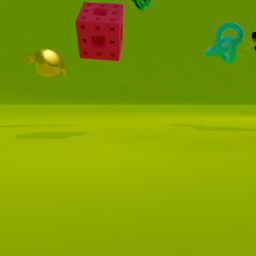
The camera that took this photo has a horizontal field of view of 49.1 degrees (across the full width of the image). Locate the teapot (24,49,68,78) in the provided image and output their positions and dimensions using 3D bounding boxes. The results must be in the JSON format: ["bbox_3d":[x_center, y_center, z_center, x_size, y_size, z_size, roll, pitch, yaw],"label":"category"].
[{"bbox_3d":[-2.392,-1.893,8.451,1.424,0.885,0.697,19,-40,-30],"label":"teapot"}]

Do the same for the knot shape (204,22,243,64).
[{"bbox_3d":[3.010,-2.655,8.617,0.585,1.185,1.267,16,14,-32],"label":"knot shape"}]

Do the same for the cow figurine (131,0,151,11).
[{"bbox_3d":[0.219,-3.235,6.470,0.515,0.923,0.938,-38,14,41],"label":"cow figurine"}]

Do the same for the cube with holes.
[{"bbox_3d":[-0.585,-2.115,6.135,0.880,0.880,0.880,4,48,2],"label":"cube with holes"}]

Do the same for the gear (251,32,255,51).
[{"bbox_3d":[4.185,-2.506,7.384,1.653,1.653,0.306,4,-4,35],"label":"gear"}]
